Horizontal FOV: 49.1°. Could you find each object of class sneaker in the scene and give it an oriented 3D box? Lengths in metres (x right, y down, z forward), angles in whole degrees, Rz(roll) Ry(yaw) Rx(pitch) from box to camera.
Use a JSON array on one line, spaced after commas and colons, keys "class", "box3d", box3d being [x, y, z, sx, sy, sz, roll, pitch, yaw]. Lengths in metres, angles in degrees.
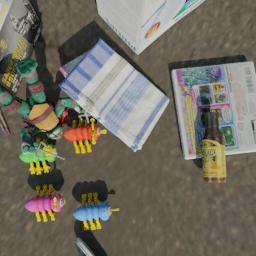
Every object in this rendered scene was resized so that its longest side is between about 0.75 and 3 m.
[{"class": "sneaker", "box3d": [-0.963, 3.310, 6.828, 0.500, 0.494, 1.259, -40, 83, -13]}]

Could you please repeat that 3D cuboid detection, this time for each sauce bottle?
[{"class": "sauce bottle", "box3d": [2.146, 0.493, 7.083, 0.584, 0.584, 1.770, -2, 81, 0]}]

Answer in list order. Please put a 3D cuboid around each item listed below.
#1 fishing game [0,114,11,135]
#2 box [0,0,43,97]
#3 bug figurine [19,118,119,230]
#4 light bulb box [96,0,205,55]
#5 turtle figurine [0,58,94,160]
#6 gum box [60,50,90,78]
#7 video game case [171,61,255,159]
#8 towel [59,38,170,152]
[{"class": "fishing game", "box3d": [-4.019, 0.137, 7.575, 1.477, 0.230, 1.057, -26, 86, -5]}, {"class": "box", "box3d": [-3.106, -2.180, 7.231, 0.567, 1.860, 2.348, 16, 78, 3]}, {"class": "bug figurine", "box3d": [-1.524, 1.191, 7.112, 2.287, 0.759, 2.950, -10, 79, -2]}, {"class": "light bulb box", "box3d": [0.792, -3.929, 6.994, 2.958, 2.984, 1.862, -41, 83, -7]}, {"class": "turtle figurine", "box3d": [-2.050, -0.286, 6.760, 1.312, 2.607, 1.951, 19, 63, 37]}, {"class": "gum box", "box3d": [-1.019, -1.629, 7.808, 1.478, 0.489, 0.839, -33, 80, -6]}, {"class": "video game case", "box3d": [2.503, -0.518, 7.695, 2.297, 0.299, 2.523, -6, 80, -1]}, {"class": "towel", "box3d": [-0.228, -0.870, 7.180, 2.568, 0.306, 1.886, 40, 65, -11]}]
